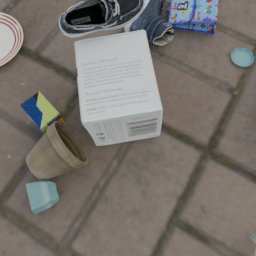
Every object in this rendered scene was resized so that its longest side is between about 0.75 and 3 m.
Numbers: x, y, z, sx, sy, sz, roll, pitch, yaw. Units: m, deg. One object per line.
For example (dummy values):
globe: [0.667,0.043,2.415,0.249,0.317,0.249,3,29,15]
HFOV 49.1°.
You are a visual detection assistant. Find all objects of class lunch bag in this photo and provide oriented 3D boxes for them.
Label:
lunch bag: [2.615,-4.835,11.535,2.063,0.971,1.553,6,80,13]

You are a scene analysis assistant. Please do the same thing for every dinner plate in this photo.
dinner plate: [-5.664,-3.472,11.291,2.926,0.355,2.926,0,69,0]

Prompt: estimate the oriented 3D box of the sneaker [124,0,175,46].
sneaker: [1.335,-4.454,11.243,1.863,0.980,2.578,33,81,23]

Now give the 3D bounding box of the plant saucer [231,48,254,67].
plant saucer: [4.532,-2.788,11.136,0.905,0.124,0.905,0,69,0]

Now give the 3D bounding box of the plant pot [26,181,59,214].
plant pot: [-2.650,2.115,8.829,0.852,0.837,0.834,-15,69,-18]

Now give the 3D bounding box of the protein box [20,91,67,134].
protein box: [-2.862,-0.380,9.598,0.790,1.171,1.163,-41,74,-15]

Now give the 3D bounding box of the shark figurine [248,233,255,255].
shark figurine: [3.699,4.130,8.101,1.154,0.806,1.931,0,72,-36]

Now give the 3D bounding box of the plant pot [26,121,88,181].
plant pot: [-2.384,0.862,8.995,1.462,1.685,1.685,-35,72,3]

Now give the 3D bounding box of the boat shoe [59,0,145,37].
boat shoe: [-0.675,-3.585,8.547,2.925,0.991,1.049,-21,101,-17]

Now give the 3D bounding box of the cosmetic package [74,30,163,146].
cosmetic package: [-0.282,-1.210,9.244,2.338,2.336,2.834,-10,68,1]
